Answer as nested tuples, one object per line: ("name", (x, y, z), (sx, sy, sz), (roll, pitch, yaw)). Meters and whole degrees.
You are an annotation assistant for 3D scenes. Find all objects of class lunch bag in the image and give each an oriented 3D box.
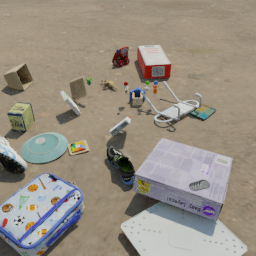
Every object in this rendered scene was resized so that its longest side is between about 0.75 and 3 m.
("lunch bag", (-2.420, 2.378, 8.002), (1.888, 0.890, 2.356), (24, 43, 26))

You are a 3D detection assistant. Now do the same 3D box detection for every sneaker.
("sneaker", (-0.203, 1.162, 9.735), (0.634, 0.741, 1.788), (-16, 39, -23))
("sneaker", (-4.465, 0.813, 10.084), (2.554, 0.918, 0.926), (24, 45, 27))

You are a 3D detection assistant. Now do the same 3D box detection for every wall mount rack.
("wall mount rack", (1.966, -1.229, 12.799), (2.638, 0.983, 2.292), (-27, 35, -33))

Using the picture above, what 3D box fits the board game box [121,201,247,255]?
("board game box", (1.441, 3.019, 7.581), (2.447, 0.317, 2.448), (-21, 42, -27))

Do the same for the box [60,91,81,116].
("box", (-2.568, -1.112, 12.566), (0.198, 1.087, 0.785), (-36, 44, -1))

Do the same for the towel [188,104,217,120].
("towel", (3.423, -0.744, 12.855), (0.836, 0.124, 1.139), (29, 44, 33))

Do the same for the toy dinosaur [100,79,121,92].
("toy dinosaur", (-1.003, -2.313, 14.729), (0.723, 0.416, 1.430), (-19, 40, -26))

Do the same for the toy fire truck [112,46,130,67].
("toy fire truck", (-0.450, -4.334, 16.945), (1.208, 1.014, 0.677), (-29, 45, -33))

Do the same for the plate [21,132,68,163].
("plate", (-3.235, 0.666, 10.790), (1.796, 0.230, 1.796), (-2, 38, 2))

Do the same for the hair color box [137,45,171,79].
("hair color box", (1.480, -3.954, 16.528), (1.484, 0.895, 2.924), (-4, 38, -5))

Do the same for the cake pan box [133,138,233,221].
("cake pan box", (1.868, 1.422, 9.028), (2.611, 0.741, 2.835), (17, 28, 18))

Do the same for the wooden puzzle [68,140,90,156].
("wooden puzzle", (-1.922, 0.734, 10.824), (0.756, 0.141, 0.699), (-11, 38, -15))

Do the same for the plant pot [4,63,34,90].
("plant pot", (-5.817, -2.660, 14.736), (0.963, 1.087, 1.088), (-3, 35, 16))

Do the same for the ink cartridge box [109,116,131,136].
("ink cartridge box", (-0.293, -0.154, 11.228), (0.860, 0.254, 1.074), (-38, 12, 14))

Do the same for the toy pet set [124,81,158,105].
("toy pet set", (0.574, -1.834, 13.225), (1.540, 1.437, 0.818), (0, 45, 0))

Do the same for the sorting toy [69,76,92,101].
("sorting toy", (-2.201, -1.913, 13.356), (1.420, 1.049, 0.209), (-12, -6, 34))

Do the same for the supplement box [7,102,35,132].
("supplement box", (-4.473, -0.457, 11.782), (0.611, 0.910, 0.909), (6, 37, 8))
